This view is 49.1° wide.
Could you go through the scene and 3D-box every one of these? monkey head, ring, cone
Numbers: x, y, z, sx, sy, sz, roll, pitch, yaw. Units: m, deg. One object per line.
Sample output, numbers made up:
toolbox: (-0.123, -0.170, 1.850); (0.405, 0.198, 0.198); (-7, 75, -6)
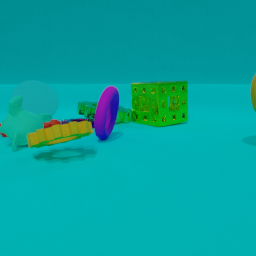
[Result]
monkey head: (-2.154, -0.140, 5.817); (0.790, 0.943, 1.310); (28, 37, 7)
ring: (-0.473, -0.346, 6.463); (0.252, 1.259, 1.259); (13, 12, 10)
cone: (-3.175, -0.610, 9.396); (1.428, 1.428, 1.433); (-5, -20, -26)

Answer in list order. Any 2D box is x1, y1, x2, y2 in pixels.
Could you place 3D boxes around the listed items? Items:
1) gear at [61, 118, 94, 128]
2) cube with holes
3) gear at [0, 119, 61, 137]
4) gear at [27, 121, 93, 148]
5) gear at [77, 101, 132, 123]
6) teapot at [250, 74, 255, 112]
gear: (-1.408, -0.126, 8.270); (1.080, 0.200, 1.080); (0, 10, 0)
cube with holes: (1.000, -0.823, 8.921); (1.273, 1.273, 1.273); (-11, 13, -36)
gear: (-2.543, -0.011, 7.375); (1.493, 0.276, 1.493); (0, 10, 0)
gear: (-1.192, 0.121, 4.966); (1.114, 0.206, 1.114); (-14, -5, -1)
gear: (-0.763, -0.557, 9.432); (1.861, 0.344, 1.861); (9, 11, -2)
teapot: (3.098, -0.777, 5.562); (1.000, 2.041, 1.269); (3, 42, 50)
